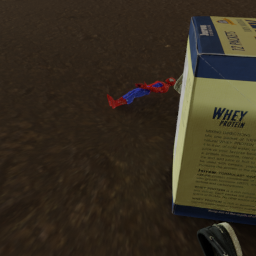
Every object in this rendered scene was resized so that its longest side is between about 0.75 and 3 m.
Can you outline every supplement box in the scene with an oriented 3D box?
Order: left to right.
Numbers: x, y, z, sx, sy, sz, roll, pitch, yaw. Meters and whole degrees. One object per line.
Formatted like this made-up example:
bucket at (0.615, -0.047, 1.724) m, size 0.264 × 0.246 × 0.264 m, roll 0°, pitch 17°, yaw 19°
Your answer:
supplement box at (2.355, -0.090, 4.721) m, size 2.961 × 2.958 × 1.988 m, roll 5°, pitch 35°, yaw 7°

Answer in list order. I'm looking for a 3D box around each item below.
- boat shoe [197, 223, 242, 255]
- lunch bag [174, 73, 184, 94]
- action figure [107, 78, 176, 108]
boat shoe at (1.221, 1.912, 3.432) m, size 0.500 × 0.563 × 1.507 m, roll 4°, pitch 51°, yaw -14°
lunch bag at (2.637, -1.085, 7.132) m, size 2.006 × 1.438 × 2.446 m, roll 43°, pitch 59°, yaw 15°
action figure at (0.434, -1.074, 8.012) m, size 2.024 × 0.523 × 0.662 m, roll -16°, pitch 13°, yaw -12°
